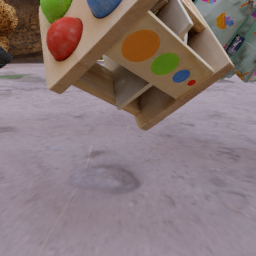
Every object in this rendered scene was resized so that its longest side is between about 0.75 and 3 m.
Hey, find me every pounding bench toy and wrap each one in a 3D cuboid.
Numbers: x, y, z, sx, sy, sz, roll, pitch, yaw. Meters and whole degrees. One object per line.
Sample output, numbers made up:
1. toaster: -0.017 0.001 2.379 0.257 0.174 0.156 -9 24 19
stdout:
1. pounding bench toy: -0.121 -1.450 3.508 1.773 1.412 2.273 22 41 -44

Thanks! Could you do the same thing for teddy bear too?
1. teddy bear: -3.899 -2.553 7.931 0.727 1.579 2.178 6 -22 -44

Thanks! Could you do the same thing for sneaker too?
1. sneaker: -2.704 -1.387 5.141 0.625 0.657 1.659 41 -5 6

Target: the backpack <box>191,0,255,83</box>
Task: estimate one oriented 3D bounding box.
1. backpack: 2.212 -2.130 5.134 1.973 2.574 2.263 33 24 24
